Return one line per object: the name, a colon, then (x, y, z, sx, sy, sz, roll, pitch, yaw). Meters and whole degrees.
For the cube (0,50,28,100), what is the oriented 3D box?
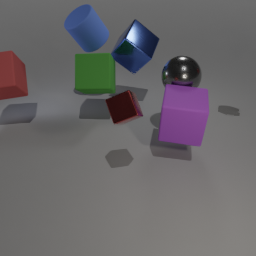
cube: (-4.858, -1.989, 10.876, 1.400, 1.400, 1.400, -9, -9, -2)

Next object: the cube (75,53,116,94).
cube: (-1.292, -2.169, 11.381, 1.400, 1.400, 1.400, 0, 0, 6)

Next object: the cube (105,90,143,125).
cube: (-0.085, -0.529, 7.477, 0.700, 0.700, 0.700, -21, -5, 14)

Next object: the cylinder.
cylinder: (-1.738, -4.206, 11.892, 1.400, 1.400, 1.400, -17, 52, 23)

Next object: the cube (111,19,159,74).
cube: (0.291, -3.523, 12.275, 1.400, 1.400, 1.400, 33, 56, -18)

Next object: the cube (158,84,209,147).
cube: (1.808, -0.434, 9.204, 1.400, 1.400, 1.400, 8, 39, 8)

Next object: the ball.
ball: (1.888, -1.840, 9.917, 1.400, 1.400, 1.400, 0, 31, 0)
